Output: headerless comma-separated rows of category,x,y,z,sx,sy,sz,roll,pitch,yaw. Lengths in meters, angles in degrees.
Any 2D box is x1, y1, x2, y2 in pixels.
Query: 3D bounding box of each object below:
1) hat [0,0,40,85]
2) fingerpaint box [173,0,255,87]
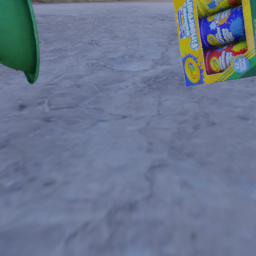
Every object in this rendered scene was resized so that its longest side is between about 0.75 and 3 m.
hat,-3.123,-1.856,5.518,2.236,2.541,2.104,-15,70,-29
fingerpaint box,1.342,-1.395,3.985,0.532,1.451,1.210,-16,10,-43
